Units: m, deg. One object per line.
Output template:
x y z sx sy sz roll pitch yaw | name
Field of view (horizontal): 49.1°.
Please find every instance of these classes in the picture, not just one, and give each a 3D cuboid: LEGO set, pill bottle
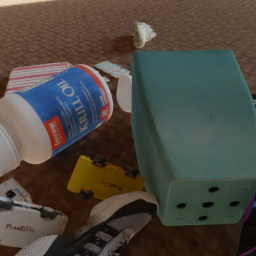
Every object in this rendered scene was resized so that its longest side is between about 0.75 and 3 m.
-1.029 -1.848 8.987 1.762 0.432 1.316 -27 43 -30 | LEGO set
-1.772 -0.194 6.009 1.552 1.552 2.766 29 48 31 | pill bottle

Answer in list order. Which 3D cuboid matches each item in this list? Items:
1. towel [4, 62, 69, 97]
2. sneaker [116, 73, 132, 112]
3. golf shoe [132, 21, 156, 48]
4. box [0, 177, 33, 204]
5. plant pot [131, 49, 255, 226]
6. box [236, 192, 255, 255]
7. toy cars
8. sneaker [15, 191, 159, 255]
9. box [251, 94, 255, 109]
-2.611 -1.265 8.335 1.846 0.377 2.523 -8 37 -10 | towel
0.467 -0.703 7.394 1.010 0.859 2.283 -1 35 -30 | sneaker
0.674 -3.746 11.115 0.944 0.760 1.942 4 40 -4 | golf shoe
-2.347 1.435 4.944 0.648 0.334 1.111 31 49 33 | box
1.149 0.189 5.285 2.057 2.058 2.912 -1 45 -2 | plant pot
2.909 1.105 4.177 2.081 0.526 2.911 -14 32 42 | box
-1.059 1.161 4.604 2.845 1.275 0.630 -22 19 -24 | toy cars
-0.358 1.928 3.928 2.406 0.908 1.369 -24 45 -19 | sneaker
3.863 -0.041 6.695 1.798 0.454 2.515 -5 41 -6 | box
